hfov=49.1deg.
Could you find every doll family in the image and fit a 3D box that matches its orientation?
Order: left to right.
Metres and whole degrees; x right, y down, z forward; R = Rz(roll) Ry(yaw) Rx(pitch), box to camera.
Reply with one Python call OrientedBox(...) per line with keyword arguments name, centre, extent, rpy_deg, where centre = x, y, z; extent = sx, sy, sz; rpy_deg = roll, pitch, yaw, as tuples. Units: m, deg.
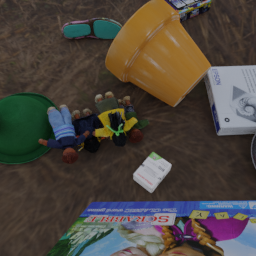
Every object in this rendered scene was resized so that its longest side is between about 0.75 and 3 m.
OrientedBox(name="doll family", centre=(-0.776, 0.024, 6.931), extent=(2.706, 1.062, 1.564), rpy_deg=(-18, 63, -5))

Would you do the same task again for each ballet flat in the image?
OrientedBox(name="ballet flat", centre=(-1.167, -3.324, 9.261), extent=(2.011, 0.695, 0.716), rpy_deg=(-4, 38, -2))

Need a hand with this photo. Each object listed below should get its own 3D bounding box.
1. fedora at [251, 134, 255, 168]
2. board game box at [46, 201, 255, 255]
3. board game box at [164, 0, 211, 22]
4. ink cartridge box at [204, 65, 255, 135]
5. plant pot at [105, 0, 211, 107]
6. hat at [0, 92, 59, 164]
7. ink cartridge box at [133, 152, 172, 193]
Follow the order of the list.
OrientedBox(name="fedora", centre=(3.912, 0.661, 6.281), extent=(1.863, 0.951, 2.107), rpy_deg=(-41, 73, -10))
OrientedBox(name="board game box", centre=(0.269, 1.399, 2.650), extent=(2.276, 2.271, 0.468), rpy_deg=(-6, 101, 17))
OrientedBox(name="board game box", centre=(2.037, -4.470, 10.074), extent=(1.437, 0.407, 1.188), rpy_deg=(-26, 59, -16))
OrientedBox(name="ink cartridge box", centre=(3.367, -0.830, 7.745), extent=(2.178, 0.442, 2.173), rpy_deg=(-2, 58, -1))
OrientedBox(name="plant pot", centre=(0.941, -1.782, 7.451), extent=(2.105, 2.300, 2.300), rpy_deg=(43, 66, 7))
OrientedBox(name="hat", centre=(-2.779, -0.512, 6.454), extent=(2.143, 2.278, 2.588), rpy_deg=(-23, 61, -14))
OrientedBox(name="ink cartridge box", centre=(0.570, 1.045, 6.625), extent=(0.566, 0.327, 0.778), rpy_deg=(35, 64, 20))
